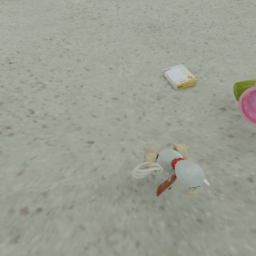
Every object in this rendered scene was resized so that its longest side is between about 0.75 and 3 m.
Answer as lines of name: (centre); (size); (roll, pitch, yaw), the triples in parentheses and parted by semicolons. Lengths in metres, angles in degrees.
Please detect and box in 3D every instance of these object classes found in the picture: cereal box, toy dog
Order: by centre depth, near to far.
toy dog: (1.026, 1.093, 6.265); (1.502, 1.097, 2.277); (-8, 8, 14)
cereal box: (1.965, -1.952, 10.653); (0.862, 0.237, 1.198); (-17, 45, -11)

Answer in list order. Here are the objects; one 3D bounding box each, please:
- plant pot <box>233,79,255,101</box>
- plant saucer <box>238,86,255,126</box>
plant pot: (3.849, -1.195, 8.774); (0.765, 0.765, 0.737); (-42, 15, -36)
plant saucer: (3.936, -0.642, 7.921); (1.510, 1.510, 0.383); (22, 53, 22)
